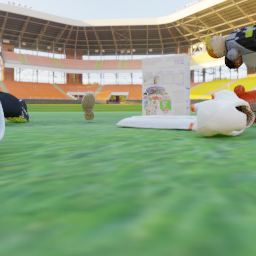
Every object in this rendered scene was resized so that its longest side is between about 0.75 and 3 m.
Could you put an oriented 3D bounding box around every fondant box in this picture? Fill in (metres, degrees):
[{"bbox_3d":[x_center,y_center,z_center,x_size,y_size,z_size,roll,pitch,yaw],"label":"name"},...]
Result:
[{"bbox_3d":[1.695,-1.775,12.514,2.005,2.780,0.810,2,4,27],"label":"fondant box"}]

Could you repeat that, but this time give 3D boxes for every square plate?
[{"bbox_3d":[1.098,-0.174,7.451,2.066,0.297,2.085,2,4,35],"label":"square plate"}]

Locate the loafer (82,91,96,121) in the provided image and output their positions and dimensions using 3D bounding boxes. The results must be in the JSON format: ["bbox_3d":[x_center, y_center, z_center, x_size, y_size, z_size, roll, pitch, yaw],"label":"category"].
[{"bbox_3d":[-1.412,-0.836,9.873,0.481,0.421,1.339,-7,-39,-14],"label":"loafer"}]

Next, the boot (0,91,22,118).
[{"bbox_3d":[-4.779,-0.620,8.123,2.689,1.027,2.259,8,9,12],"label":"boot"}]

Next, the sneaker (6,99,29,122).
[{"bbox_3d":[-4.094,-0.524,10.089,0.920,0.796,2.037,-11,2,-18],"label":"sneaker"}]

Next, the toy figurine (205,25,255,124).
[{"bbox_3d":[3.558,-1.495,8.558,1.988,2.813,2.857,-6,-1,38],"label":"toy figurine"}]

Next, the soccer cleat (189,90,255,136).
[{"bbox_3d":[1.927,-0.252,5.348,0.944,0.844,2.435,8,14,28],"label":"soccer cleat"}]

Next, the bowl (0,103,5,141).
[{"bbox_3d":[-2.294,-0.690,2.333,1.307,2.499,2.499,-28,9,-9],"label":"bowl"}]
